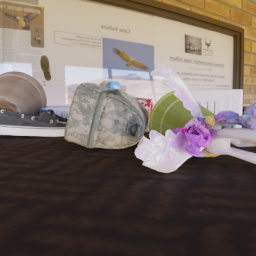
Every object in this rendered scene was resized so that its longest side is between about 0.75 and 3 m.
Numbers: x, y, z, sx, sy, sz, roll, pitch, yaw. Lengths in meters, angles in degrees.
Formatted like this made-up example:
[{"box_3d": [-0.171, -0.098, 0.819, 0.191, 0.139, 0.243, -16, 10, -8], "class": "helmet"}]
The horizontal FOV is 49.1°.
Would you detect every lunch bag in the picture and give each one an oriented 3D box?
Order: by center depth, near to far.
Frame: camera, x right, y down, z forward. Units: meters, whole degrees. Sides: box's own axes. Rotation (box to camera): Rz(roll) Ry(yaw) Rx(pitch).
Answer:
[{"box_3d": [-0.392, -0.270, 7.478, 1.891, 1.571, 2.255, 18, 9, 3], "class": "lunch bag"}]

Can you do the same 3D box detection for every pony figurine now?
[{"box_3d": [1.283, 0.080, 4.672, 2.181, 1.816, 2.105, 1, -27, 42], "class": "pony figurine"}]

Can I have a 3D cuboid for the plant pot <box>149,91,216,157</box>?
[{"box_3d": [1.435, 0.004, 6.311, 1.443, 1.443, 1.370, -3, 20, -28], "class": "plant pot"}]

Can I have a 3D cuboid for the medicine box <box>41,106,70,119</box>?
[{"box_3d": [-2.445, -0.399, 11.181, 1.736, 0.893, 1.581, -2, 6, -7], "class": "medicine box"}]

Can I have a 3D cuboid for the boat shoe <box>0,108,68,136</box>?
[{"box_3d": [-2.779, -0.195, 9.086, 2.986, 0.845, 1.025, 1, 5, -22], "class": "boat shoe"}]

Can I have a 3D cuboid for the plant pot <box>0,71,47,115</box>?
[{"box_3d": [-4.447, -0.838, 10.601, 2.312, 2.312, 2.006, 0, 21, -3], "class": "plant pot"}]

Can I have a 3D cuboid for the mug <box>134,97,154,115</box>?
[{"box_3d": [-0.110, -0.672, 11.374, 2.238, 1.493, 1.986, 5, 9, 13], "class": "mug"}]

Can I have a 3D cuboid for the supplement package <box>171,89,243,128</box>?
[{"box_3d": [3.468, -0.883, 12.395, 2.908, 1.593, 1.654, 2, 6, 20], "class": "supplement package"}]

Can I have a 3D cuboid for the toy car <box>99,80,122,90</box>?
[{"box_3d": [-0.858, -1.286, 16.874, 2.703, 2.390, 2.491, 28, -17, -31], "class": "toy car"}]

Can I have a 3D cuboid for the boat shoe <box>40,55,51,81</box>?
[{"box_3d": [-3.576, -2.604, 12.120, 0.393, 1.101, 0.362, -16, 26, -19], "class": "boat shoe"}]

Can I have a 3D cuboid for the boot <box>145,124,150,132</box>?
[{"box_3d": [0.112, -0.055, 10.237, 1.163, 0.422, 1.057, -11, 24, -26], "class": "boot"}]
